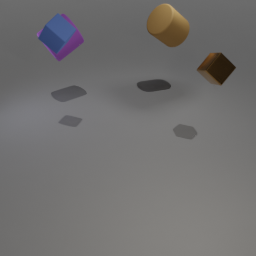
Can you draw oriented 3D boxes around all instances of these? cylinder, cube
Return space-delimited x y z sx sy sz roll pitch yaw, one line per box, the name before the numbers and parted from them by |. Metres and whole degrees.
cylinder | -2.813 -3.774 11.740 1.400 1.400 1.400 -40 41 -5
cube | -2.117 -2.815 8.385 0.700 0.700 0.700 39 52 -17
cylinder | 1.781 -4.501 12.410 1.400 1.400 1.400 16 13 -46
cube | 2.667 -1.798 8.516 0.700 0.700 0.700 38 5 -16
